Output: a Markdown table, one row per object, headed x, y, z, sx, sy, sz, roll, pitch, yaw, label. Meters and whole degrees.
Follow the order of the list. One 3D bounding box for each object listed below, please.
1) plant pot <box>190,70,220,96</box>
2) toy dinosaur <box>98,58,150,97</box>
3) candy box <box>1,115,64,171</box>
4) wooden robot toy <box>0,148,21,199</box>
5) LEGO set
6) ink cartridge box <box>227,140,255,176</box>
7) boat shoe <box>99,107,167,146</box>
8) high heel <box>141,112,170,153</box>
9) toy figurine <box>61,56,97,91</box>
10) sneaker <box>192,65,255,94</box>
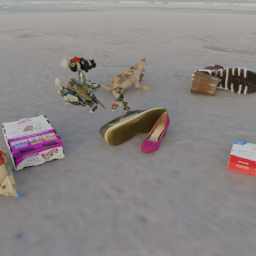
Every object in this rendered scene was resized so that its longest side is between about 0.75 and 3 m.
| x | y | z | sx | sy | sz | roll | pitch | yaw | label |
| --- | --- | --- | --- | --- | --- | --- | --- | --- | --- |
| 3.272 | -1.849 | 11.831 | 1.011 | 1.021 | 1.021 | 18 | 32 | 15 | plant pot |
| -0.144 | -2.062 | 12.190 | 2.541 | 1.091 | 1.722 | -21 | 21 | -7 | toy dinosaur |
| -2.739 | 0.340 | 7.964 | 1.313 | 0.587 | 1.925 | -14 | 31 | -25 | candy box |
| -3.191 | 1.064 | 6.396 | 0.961 | 0.933 | 2.118 | -25 | 35 | -20 | wooden robot toy |
| -1.030 | -0.808 | 7.724 | 2.334 | 0.662 | 1.516 | 26 | 35 | -28 | LEGO set |
| 3.006 | 0.815 | 7.259 | 0.699 | 0.405 | 1.204 | 13 | 30 | 24 | ink cartridge box |
| 0.191 | -0.213 | 8.728 | 2.381 | 0.872 | 0.772 | -20 | 39 | -33 | boat shoe |
| 0.787 | 0.115 | 8.212 | 0.534 | 0.762 | 1.584 | 12 | 30 | 22 | high heel |
| -2.065 | -2.197 | 11.756 | 1.077 | 1.523 | 1.547 | -18 | 28 | -31 | toy figurine |
| 4.512 | -2.386 | 12.553 | 2.989 | 1.131 | 1.727 | 12 | 31 | 24 | sneaker |
